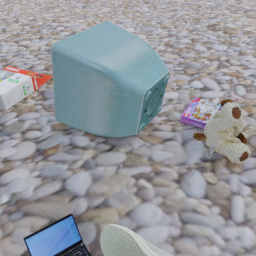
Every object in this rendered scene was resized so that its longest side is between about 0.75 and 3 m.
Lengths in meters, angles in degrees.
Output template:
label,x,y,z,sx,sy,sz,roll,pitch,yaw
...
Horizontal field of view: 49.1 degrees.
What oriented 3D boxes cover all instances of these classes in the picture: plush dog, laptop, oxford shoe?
label,x,y,z,sx,sy,sz,roll,pitch,yaw
plush dog,2.692,0.007,7.735,1.343,1.674,1.438,-4,19,43
laptop,-1.195,2.332,5.110,0.988,0.576,1.114,-23,42,-26
oxford shoe,0.337,2.404,5.054,2.074,0.780,0.599,18,-2,34

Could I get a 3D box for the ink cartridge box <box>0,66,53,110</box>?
label,x,y,z,sx,sy,sz,roll,pitch,yaw
ink cartridge box,-4.212,-1.745,10.493,1.471,0.680,2.700,16,40,20

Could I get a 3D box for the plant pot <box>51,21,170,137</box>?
label,x,y,z,sx,sy,sz,roll,pitch,yaw
plant pot,-0.350,-1.249,8.407,2.680,2.631,2.624,27,44,20

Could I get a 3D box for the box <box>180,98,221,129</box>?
label,x,y,z,sx,sy,sz,roll,pitch,yaw
box,2.402,-0.495,9.175,0.917,0.262,1.340,20,41,25
